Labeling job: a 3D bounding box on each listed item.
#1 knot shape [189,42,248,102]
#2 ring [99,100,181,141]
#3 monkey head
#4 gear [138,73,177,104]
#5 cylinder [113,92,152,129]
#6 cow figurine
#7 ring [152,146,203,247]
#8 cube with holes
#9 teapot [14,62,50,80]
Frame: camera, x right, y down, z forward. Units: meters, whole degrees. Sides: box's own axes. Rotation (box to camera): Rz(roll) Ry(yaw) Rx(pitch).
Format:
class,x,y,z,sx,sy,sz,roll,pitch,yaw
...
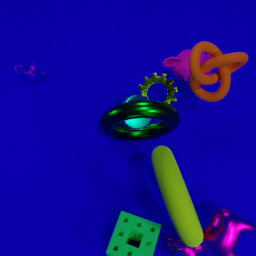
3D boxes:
class,x,y,z,sx,sy,sz,roll,pitch,yaw
knot shape,2.084,-1.312,6.917,1.528,1.430,0.706,3,38,-12
ring,0.292,-0.134,7.012,2.036,2.036,0.407,-3,70,-2
monkey head,2.060,-2.030,8.645,1.924,1.384,1.159,-17,64,-36
gear,0.863,-1.037,8.270,1.150,0.213,1.150,1,99,5
cylinder,0.122,-0.473,7.408,0.884,0.884,0.884,-19,16,-13
cow figurine,1.694,2.298,5.888,1.576,0.879,1.602,24,87,2
ring,0.953,1.285,5.465,0.396,1.982,1.982,-22,56,8
cube with holes,0.125,2.443,5.934,0.871,0.871,0.871,16,57,11
teapot,-3.006,-1.795,8.799,1.104,0.541,0.687,2,14,-33
